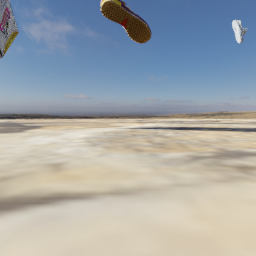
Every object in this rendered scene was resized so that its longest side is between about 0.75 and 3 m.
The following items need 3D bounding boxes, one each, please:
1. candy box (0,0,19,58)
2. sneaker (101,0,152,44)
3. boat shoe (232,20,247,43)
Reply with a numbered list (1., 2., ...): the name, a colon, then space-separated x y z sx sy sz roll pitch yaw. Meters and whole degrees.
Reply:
1. candy box: -3.775 -3.309 7.395 0.743 2.435 1.660 -1 44 0
2. sneaker: -0.007 -3.835 9.709 2.127 0.958 0.797 32 -53 -32
3. boat shoe: 3.344 -2.848 8.236 0.353 0.828 0.306 -6 -31 4
